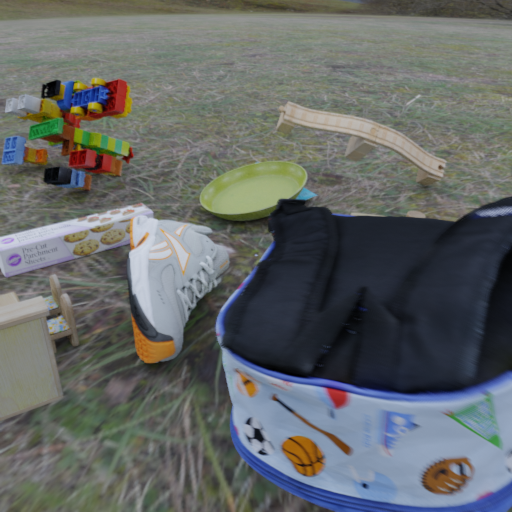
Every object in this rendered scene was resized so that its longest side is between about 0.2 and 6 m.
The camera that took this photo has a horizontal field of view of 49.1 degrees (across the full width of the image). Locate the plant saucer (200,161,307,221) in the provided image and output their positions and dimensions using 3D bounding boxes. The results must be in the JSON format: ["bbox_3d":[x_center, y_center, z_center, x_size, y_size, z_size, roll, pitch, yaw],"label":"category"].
[{"bbox_3d":[-0.034,-1.280,11.326,2.206,0.343,2.206,-10,32,7],"label":"plant saucer"}]

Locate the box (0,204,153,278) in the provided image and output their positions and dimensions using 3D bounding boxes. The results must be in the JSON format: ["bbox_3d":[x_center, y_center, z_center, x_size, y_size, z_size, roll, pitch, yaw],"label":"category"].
[{"bbox_3d":[-3.080,-0.314,9.757,2.680,0.555,0.518,-17,33,-30],"label":"box"}]

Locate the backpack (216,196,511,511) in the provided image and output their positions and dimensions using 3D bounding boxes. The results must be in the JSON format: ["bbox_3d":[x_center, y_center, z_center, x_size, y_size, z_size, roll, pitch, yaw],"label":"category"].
[{"bbox_3d":[1.205,0.886,5.354,3.438,2.648,3.275,0,17,28],"label":"backpack"}]

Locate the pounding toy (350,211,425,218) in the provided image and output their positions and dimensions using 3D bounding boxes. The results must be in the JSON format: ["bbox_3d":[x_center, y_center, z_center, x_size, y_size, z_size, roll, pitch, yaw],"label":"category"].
[{"bbox_3d":[2.103,-0.054,8.949,1.866,0.854,1.639,-25,37,-37],"label":"pounding toy"}]

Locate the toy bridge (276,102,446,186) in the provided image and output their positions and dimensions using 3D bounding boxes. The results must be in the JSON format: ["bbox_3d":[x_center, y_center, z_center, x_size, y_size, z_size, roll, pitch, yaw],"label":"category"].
[{"bbox_3d":[2.246,-2.408,11.728,3.804,0.518,1.279,18,-8,-9],"label":"toy bridge"}]

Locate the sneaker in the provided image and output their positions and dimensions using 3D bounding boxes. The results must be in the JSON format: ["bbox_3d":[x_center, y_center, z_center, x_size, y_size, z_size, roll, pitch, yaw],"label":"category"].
[{"bbox_3d":[-1.067,0.263,8.055,1.480,1.218,3.218,-3,31,-9],"label":"sneaker"}]

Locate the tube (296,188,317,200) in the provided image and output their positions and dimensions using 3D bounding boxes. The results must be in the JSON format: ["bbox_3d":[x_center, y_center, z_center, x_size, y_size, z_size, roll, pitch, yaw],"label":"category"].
[{"bbox_3d":[0.502,-1.518,12.131,0.677,0.441,1.748,-30,44,-24],"label":"tube"}]

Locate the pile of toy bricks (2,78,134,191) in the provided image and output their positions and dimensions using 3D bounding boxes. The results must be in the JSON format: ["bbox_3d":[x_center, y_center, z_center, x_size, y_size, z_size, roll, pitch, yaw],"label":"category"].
[{"bbox_3d":[-3.872,-2.606,12.821,4.326,2.400,2.136,4,-4,41],"label":"pile of toy bricks"}]

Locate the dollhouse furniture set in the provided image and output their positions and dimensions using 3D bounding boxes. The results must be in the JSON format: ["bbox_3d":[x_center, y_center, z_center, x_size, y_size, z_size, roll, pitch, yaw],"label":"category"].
[{"bbox_3d":[-3.104,0.845,6.898,1.669,1.265,1.905,-17,33,-28],"label":"dollhouse furniture set"}]
